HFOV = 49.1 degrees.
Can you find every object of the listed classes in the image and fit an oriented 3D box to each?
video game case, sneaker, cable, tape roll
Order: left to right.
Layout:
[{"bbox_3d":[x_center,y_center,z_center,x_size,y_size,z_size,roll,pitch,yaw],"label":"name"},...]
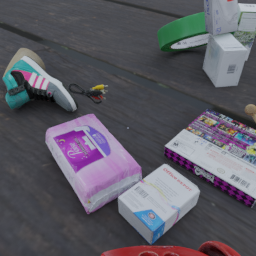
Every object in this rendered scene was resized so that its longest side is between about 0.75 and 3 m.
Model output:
[{"bbox_3d":[-3.002,-1.070,8.921,2.655,1.110,1.603,38,67,16],"label":"sneaker"},{"bbox_3d":[-1.056,-0.920,7.382,1.072,0.521,0.270,4,20,-16],"label":"cable"},{"bbox_3d":[2.654,-3.758,11.088,2.934,0.705,2.934,-12,4,1],"label":"tape roll"},{"bbox_3d":[2.613,0.600,7.423,2.500,0.448,2.266,30,49,30],"label":"video game case"}]

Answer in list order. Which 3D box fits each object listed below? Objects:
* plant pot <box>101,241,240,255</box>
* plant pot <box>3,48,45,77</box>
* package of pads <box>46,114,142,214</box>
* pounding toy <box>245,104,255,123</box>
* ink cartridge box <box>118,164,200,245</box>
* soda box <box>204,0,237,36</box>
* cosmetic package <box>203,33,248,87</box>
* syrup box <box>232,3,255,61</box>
[{"bbox_3d":[0.707,2.689,3.737,1.980,2.175,2.175,-2,40,-12],"label":"plant pot"},{"bbox_3d":[-3.852,-2.010,10.102,1.188,1.188,1.269,18,56,20],"label":"plant pot"},{"bbox_3d":[-0.909,0.755,6.877,1.468,0.922,2.436,-22,45,-25],"label":"package of pads"},{"bbox_3d":[4.531,-0.135,8.198,2.332,1.338,1.333,25,18,14],"label":"pounding toy"},{"bbox_3d":[0.676,1.598,6.124,1.471,0.623,1.063,-31,49,-29],"label":"ink cartridge box"},{"bbox_3d":[2.028,-3.054,6.180,0.579,1.827,0.624,-11,29,2],"label":"soda box"},{"bbox_3d":[3.492,-2.503,10.298,0.885,1.434,1.439,-4,41,-5],"label":"cosmetic package"},{"bbox_3d":[4.645,-3.842,11.371,0.816,2.072,0.844,5,44,5],"label":"syrup box"}]
